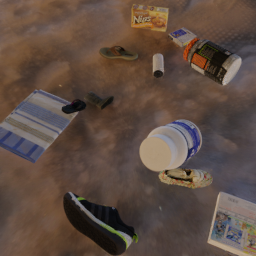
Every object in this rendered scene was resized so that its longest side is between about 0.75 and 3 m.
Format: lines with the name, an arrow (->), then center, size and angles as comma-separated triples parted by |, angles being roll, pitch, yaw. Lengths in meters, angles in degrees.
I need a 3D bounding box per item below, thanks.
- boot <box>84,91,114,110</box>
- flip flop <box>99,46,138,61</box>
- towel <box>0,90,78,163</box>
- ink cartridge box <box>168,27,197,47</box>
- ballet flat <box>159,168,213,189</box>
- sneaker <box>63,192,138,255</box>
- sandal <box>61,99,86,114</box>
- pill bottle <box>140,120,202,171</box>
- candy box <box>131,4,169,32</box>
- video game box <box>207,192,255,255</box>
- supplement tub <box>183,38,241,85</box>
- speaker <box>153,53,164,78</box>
boot -> -1.170, -1.214, 11.347 | 0.951, 0.345, 0.865 | 34, 57, 31
flip flop -> -0.432, -3.520, 12.962 | 1.804, 0.519, 0.732 | 12, 53, 9
towel -> -3.386, -0.190, 10.342 | 2.172, 0.352, 2.957 | 22, 52, 13
ink cartridge box -> 2.721, -4.538, 13.942 | 1.040, 0.244, 1.028 | -27, 56, -21
ballet flat -> 1.884, 1.566, 9.008 | 1.772, 0.566, 0.670 | 1, 57, 0
sneaker -> -0.823, 2.655, 8.168 | 2.483, 0.890, 1.028 | 34, 38, 22
sandal -> -1.942, -0.836, 10.444 | 0.493, 0.314, 1.310 | 31, 28, 12
pill bottle -> 1.316, 0.535, 8.631 | 1.334, 1.334, 2.228 | 33, 26, 23
candy box -> 1.095, -5.585, 14.217 | 1.821, 1.051, 0.503 | 12, 53, 9
video game box -> 3.338, 2.872, 8.104 | 1.724, 0.403, 1.570 | 18, 52, 14
supplement tub -> 3.544, -2.899, 11.968 | 1.339, 1.339, 2.185 | -37, 61, -25
speaker -> 1.336, -2.764, 12.409 | 0.473, 0.473, 1.164 | 2, 52, 2
